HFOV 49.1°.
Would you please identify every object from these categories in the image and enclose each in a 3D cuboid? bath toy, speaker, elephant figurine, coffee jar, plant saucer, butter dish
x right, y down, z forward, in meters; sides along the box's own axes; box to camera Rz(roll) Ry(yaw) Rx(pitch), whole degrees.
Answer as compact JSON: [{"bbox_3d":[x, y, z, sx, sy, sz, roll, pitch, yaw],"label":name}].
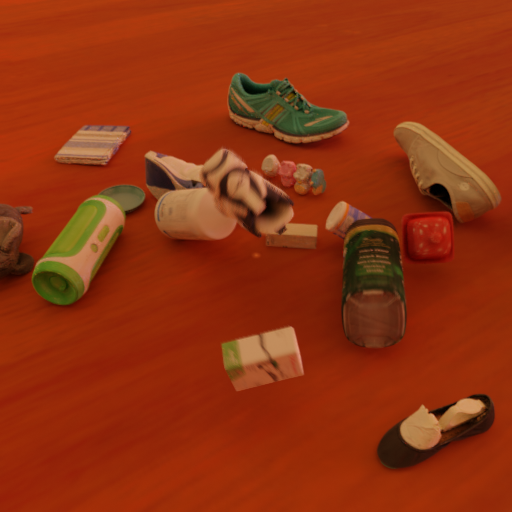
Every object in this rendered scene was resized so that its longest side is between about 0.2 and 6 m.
[{"bbox_3d":[0.750,-1.651,11.506,1.408,0.612,0.520,24,10,32],"label":"bath toy"},{"bbox_3d":[-2.911,-0.145,9.371,0.914,0.914,2.067,7,40,8],"label":"speaker"},{"bbox_3d":[-4.278,-0.081,9.293,1.309,1.193,1.687,-49,58,7],"label":"elephant figurine"},{"bbox_3d":[1.767,0.323,8.496,0.901,1.102,2.113,-2,33,11],"label":"coffee jar"},{"bbox_3d":[-2.671,-1.081,11.068,0.960,0.173,0.960,0,40,0],"label":"plant saucer"},{"bbox_3d":[2.820,-0.285,9.026,0.840,0.843,0.623,-3,2,4],"label":"butter dish"}]

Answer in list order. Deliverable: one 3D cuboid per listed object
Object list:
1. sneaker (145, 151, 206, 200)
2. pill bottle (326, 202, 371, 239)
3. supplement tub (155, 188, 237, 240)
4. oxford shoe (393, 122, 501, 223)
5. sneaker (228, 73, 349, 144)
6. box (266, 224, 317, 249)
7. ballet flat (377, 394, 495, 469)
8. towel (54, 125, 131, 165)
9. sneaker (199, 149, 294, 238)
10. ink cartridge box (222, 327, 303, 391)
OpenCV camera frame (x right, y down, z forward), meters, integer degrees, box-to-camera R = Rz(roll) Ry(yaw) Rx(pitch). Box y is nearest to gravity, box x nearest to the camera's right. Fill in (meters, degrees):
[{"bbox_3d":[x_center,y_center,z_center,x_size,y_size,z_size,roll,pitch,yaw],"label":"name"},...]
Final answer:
[{"bbox_3d":[-1.050,-1.432,11.052,2.196,0.887,1.268,28,43,20],"label":"sneaker"},{"bbox_3d":[1.784,-0.467,9.770,1.025,0.575,0.575,28,38,-13],"label":"pill bottle"},{"bbox_3d":[-1.062,-0.717,9.721,0.897,0.897,1.359,-35,25,-35],"label":"supplement tub"},{"bbox_3d":[3.535,-1.739,11.249,0.933,1.215,3.231,-39,41,9],"label":"oxford shoe"},{"bbox_3d":[0.657,-3.482,13.152,3.117,1.242,1.208,19,43,21],"label":"sneaker"},{"bbox_3d":[0.638,-0.366,10.085,0.911,0.312,0.374,5,40,5],"label":"box"},{"bbox_3d":[2.233,2.070,6.916,1.661,0.568,0.565,-17,44,-19],"label":"ballet flat"},{"bbox_3d":[-3.707,-2.562,12.857,1.267,0.205,1.724,4,38,8],"label":"towel"},{"bbox_3d":[0.020,-0.683,8.333,0.804,2.013,1.310,-42,70,-5],"label":"sneaker"},{"bbox_3d":[0.094,1.257,6.794,0.881,0.644,0.372,-14,51,3],"label":"ink cartridge box"}]
